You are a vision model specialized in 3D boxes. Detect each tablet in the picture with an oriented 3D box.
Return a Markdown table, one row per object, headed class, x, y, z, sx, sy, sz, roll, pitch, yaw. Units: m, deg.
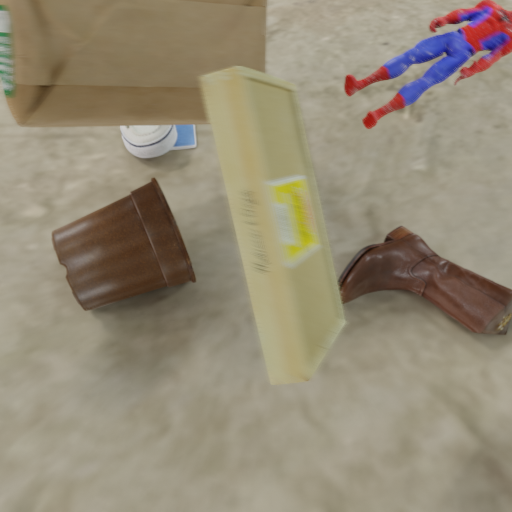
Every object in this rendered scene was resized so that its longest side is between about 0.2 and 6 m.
| class | x | y | z | sx | sy | sz | roll | pitch | yaw |
| --- | --- | --- | --- | --- | --- | --- | --- | --- | --- |
| tablet | -1.617 | -2.471 | 11.037 | 0.830 | 0.087 | 1.276 | -5 | 46 | -5 |

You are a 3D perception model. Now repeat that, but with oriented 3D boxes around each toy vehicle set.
| class | x | y | z | sx | sy | sz | roll | pitch | yaw |
| --- | --- | --- | --- | --- | --- | --- | --- | --- | --- |
| toy vehicle set | 0.214 | -0.278 | 4.239 | 0.280 | 2.111 | 1.312 | -10 | 6 | 21 |

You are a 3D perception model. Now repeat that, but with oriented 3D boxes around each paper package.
| class | x | y | z | sx | sy | sz | roll | pitch | yaw |
| --- | --- | --- | --- | --- | --- | --- | --- | --- | --- |
| paper package | -1.687 | -2.699 | 7.097 | 2.962 | 1.608 | 3.108 | -8 | 26 | -22 |

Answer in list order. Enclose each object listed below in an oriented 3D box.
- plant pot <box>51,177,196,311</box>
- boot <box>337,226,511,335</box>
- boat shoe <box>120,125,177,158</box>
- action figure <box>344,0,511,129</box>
| class | x | y | z | sx | sy | sz | roll | pitch | yaw |
| --- | --- | --- | --- | --- | --- | --- | --- | --- | --- |
| plant pot | -1.840 | -0.077 | 7.731 | 1.569 | 1.585 | 1.585 | -22 | 49 | -11 |
| boot | 2.343 | 0.578 | 7.674 | 1.946 | 0.671 | 2.088 | -36 | 60 | -28 |
| boat shoe | -2.208 | -3.110 | 10.750 | 1.088 | 1.256 | 2.945 | -14 | 45 | -1 |
| action figure | 2.077 | -2.184 | 6.013 | 2.240 | 0.579 | 0.733 | -30 | 85 | -3 |
